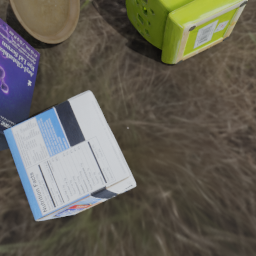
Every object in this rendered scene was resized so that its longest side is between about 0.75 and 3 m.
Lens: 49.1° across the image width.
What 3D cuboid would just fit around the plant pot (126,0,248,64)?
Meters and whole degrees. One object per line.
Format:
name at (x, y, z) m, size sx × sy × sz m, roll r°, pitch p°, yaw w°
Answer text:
plant pot at (1.637, -3.571, 7.935) m, size 2.711 × 2.724 × 2.472 m, roll -27°, pitch 77°, yaw -4°

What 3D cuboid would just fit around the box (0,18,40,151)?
box at (-3.668, -1.146, 6.952) m, size 1.552 × 2.202 × 2.975 m, roll -12°, pitch 62°, yaw 23°

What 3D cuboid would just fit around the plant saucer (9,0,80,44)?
plant saucer at (-2.449, -3.860, 8.245) m, size 0.392 × 2.659 × 2.659 m, roll 8°, pitch 67°, yaw 33°

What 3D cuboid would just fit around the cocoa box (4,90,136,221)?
cocoa box at (-1.037, 0.760, 6.149) m, size 1.806 × 2.753 × 1.836 m, roll -25°, pitch 75°, yaw -3°
